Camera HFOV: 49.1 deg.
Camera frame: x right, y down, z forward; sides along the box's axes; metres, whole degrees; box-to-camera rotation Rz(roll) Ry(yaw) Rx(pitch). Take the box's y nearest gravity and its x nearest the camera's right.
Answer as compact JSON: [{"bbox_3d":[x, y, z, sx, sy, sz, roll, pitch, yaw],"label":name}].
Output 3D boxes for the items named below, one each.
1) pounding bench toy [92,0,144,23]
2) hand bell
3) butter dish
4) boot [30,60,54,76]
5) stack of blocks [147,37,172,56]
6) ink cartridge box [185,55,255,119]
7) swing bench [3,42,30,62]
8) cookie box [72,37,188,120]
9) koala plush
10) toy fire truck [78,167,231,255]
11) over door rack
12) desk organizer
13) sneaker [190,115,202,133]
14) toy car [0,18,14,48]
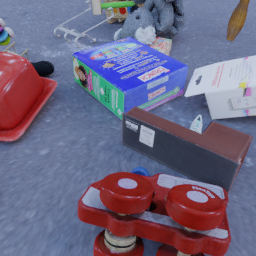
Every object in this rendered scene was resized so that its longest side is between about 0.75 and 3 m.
[{"bbox_3d":[-0.009,-6.015,13.332,2.324,1.851,2.979,13,40,30],"label":"pounding bench toy"},{"bbox_3d":[2.833,-3.235,6.647,1.194,2.292,1.194,16,18,-5],"label":"hand bell"},{"bbox_3d":[-3.772,-1.267,7.643,2.712,2.005,2.705,10,47,12],"label":"butter dish"},{"bbox_3d":[-3.409,-1.867,9.647,1.410,0.539,1.185,6,37,17],"label":"boot"},{"bbox_3d":[1.207,-3.105,11.209,0.897,0.456,1.557,22,44,24],"label":"stack of blocks"},{"bbox_3d":[3.286,-1.191,7.978,2.950,0.996,1.718,-4,37,32],"label":"ink cartridge box"},{"bbox_3d":[-4.336,-2.601,10.467,1.059,0.691,1.065,32,55,32],"label":"swing bench"},{"bbox_3d":[-0.014,-1.736,9.058,2.490,1.094,2.911,-26,46,-28],"label":"cookie box"},{"bbox_3d":[0.837,-4.371,11.692,2.706,2.487,2.400,-45,41,-20],"label":"koala plush"},{"bbox_3d":[0.549,1.462,5.203,2.636,1.478,2.213,10,17,11],"label":"toy fire truck"},{"bbox_3d":[-1.922,-4.619,12.625,1.753,0.790,2.372,31,70,32],"label":"over door rack"},{"bbox_3d":[1.311,0.296,6.708,2.855,1.024,1.099,25,43,26],"label":"desk organizer"},{"bbox_3d":[1.800,0.022,7.404,0.385,0.452,1.022,15,39,6],"label":"sneaker"},{"bbox_3d":[-3.518,-2.581,7.511,0.684,0.781,0.586,-44,12,-11],"label":"toy car"}]
